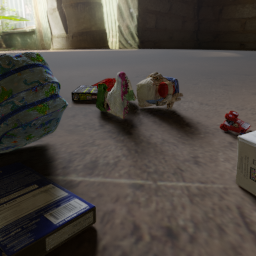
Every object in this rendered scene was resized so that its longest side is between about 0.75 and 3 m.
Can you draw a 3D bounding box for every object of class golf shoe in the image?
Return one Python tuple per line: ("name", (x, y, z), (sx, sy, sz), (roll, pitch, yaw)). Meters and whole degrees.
("golf shoe", (-0.381, -1.058, 9.119), (0.789, 1.724, 0.649), (14, 41, 14))

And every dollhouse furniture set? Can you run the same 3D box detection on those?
("dollhouse furniture set", (-0.385, -1.007, 10.803), (1.193, 0.914, 1.821), (0, -11, 11))

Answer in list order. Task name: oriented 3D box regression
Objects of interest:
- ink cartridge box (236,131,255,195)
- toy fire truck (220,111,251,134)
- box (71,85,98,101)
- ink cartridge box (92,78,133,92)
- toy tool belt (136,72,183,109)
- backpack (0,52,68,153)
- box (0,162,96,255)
("ink cartridge box", (3.673, 0.644, 4.811), (2.599, 1.090, 2.282), (-15, 23, -21))
("toy fire truck", (3.221, -0.105, 8.370), (0.731, 0.488, 0.870), (33, 34, 26))
("box", (-1.714, -1.606, 12.739), (1.346, 0.372, 1.680), (2, 19, 3))
("ink cartridge box", (-0.640, -1.681, 11.771), (0.934, 0.541, 1.608), (-19, -5, 34))
("toy tool belt", (1.347, -1.395, 10.437), (1.386, 1.408, 2.255), (-5, 5, -26))
("backpack", (-2.487, -0.495, 6.324), (2.262, 2.773, 2.132), (-21, 64, -36))
("box", (-1.805, 1.236, 4.524), (2.328, 0.377, 1.410), (18, 26, 39))
